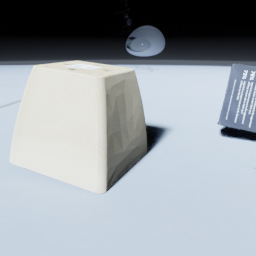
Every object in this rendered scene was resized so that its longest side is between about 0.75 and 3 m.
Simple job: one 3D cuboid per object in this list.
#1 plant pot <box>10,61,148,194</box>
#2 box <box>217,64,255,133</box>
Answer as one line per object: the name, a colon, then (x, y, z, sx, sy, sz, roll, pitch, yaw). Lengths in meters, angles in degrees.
plant pot: (-0.905, -0.301, 6.017, 2.301, 2.037, 2.298, 14, 22, 22)
box: (3.717, -0.638, 7.429, 2.264, 1.675, 1.181, 14, 5, 18)
